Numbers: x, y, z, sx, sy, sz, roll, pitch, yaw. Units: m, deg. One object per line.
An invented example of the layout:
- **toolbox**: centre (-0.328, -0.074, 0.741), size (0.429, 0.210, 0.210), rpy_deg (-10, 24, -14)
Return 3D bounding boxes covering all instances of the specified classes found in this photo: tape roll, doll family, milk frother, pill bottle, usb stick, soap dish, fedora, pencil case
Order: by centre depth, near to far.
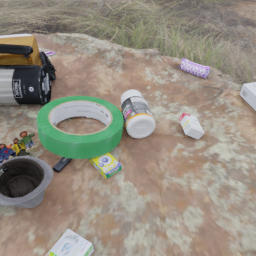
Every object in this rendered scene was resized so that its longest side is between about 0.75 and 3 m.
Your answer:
- **fedora**: centre (-3.008, 1.674, 8.016), size (1.951, 0.881, 1.726), rpy_deg (20, 44, 28)
- **doll family**: centre (-3.840, 0.777, 9.163), size (1.824, 0.716, 1.054), rpy_deg (-27, 53, -22)
- **usb stick**: centre (-2.046, 1.040, 9.236), size (0.304, 0.179, 1.096), rpy_deg (20, 46, 22)
- **tape roll**: centre (-1.639, -0.132, 9.806), size (2.935, 0.705, 2.935), rpy_deg (4, 34, -3)
- **pill bottle**: centre (0.300, -0.565, 10.352), size (1.049, 1.049, 1.804), rpy_deg (-8, 43, -9)
- **milk frother**: centre (-4.508, -2.106, 11.696), size (2.595, 2.490, 2.759), rpy_deg (0, 1, 0)
- **soap dish**: centre (-5.227, -2.848, 12.126), size (2.834, 2.230, 1.151), rpy_deg (-7, 60, -8)
- **pencil case**: centre (3.147, -2.833, 13.170), size (1.398, 0.598, 0.587), rpy_deg (27, 54, 25)

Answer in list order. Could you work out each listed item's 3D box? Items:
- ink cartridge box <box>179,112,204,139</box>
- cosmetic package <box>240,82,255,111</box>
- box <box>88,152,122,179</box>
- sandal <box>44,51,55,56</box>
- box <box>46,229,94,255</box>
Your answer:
- **ink cartridge box**: centre (2.285, -0.081, 10.133), size (0.645, 0.370, 0.888), rpy_deg (20, 35, -28)
- **cosmetic package**: centre (5.982, -1.031, 11.197), size (1.811, 0.621, 2.402), rpy_deg (-10, 43, -14)
- **box**: centre (-0.780, 1.094, 9.121), size (0.649, 0.268, 1.106), rpy_deg (-29, 48, -29)
- **sandal**: centre (-4.288, -3.956, 14.676), size (0.918, 0.226, 0.374), rpy_deg (-3, 42, -3)
- **box**: centre (-1.418, 3.085, 6.818), size (0.785, 0.430, 0.889), rpy_deg (22, 46, 25)
